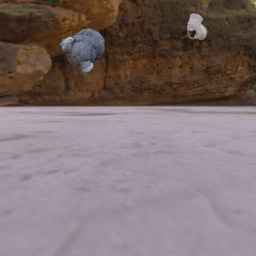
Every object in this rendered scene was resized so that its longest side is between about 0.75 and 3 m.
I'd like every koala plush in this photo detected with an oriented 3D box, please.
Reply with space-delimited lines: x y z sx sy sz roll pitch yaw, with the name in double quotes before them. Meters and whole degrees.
"koala plush" -1.602 -2.609 9.558 1.486 1.434 1.617 -30 18 23

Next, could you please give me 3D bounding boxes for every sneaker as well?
"sneaker" 2.477 -3.563 10.368 0.570 0.759 1.524 23 1 28

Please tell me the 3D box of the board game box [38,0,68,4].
"board game box" -1.374 -2.828 4.871 1.327 0.297 2.534 -40 6 26
